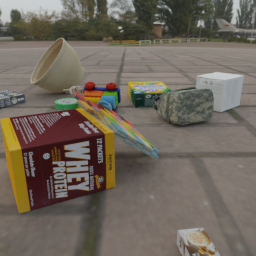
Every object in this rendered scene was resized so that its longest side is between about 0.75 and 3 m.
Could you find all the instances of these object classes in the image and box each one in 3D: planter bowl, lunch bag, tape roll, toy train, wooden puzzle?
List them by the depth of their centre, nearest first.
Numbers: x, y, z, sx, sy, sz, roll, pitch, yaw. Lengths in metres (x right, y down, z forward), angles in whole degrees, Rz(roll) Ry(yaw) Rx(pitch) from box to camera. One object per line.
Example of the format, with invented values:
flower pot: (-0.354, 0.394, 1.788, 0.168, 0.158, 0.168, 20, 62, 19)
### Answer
wooden puzzle: (-0.140, -0.009, 7.448, 2.959, 0.208, 1.755, 32, 11, -42)
lunch bag: (2.158, -0.914, 11.037, 1.897, 1.322, 1.591, -11, 12, -25)
toy train: (-1.796, -1.194, 12.193, 2.739, 1.160, 1.585, 4, 34, 10)
tape roll: (-2.777, -1.114, 12.934, 1.146, 0.275, 1.146, -1, 21, 0)
planter bowl: (-3.593, -3.075, 15.087, 1.913, 2.843, 2.843, 35, 0, -33)

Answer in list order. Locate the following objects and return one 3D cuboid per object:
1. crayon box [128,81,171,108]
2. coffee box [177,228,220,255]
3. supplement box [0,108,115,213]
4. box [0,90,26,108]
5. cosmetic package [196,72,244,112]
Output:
crayon box: (1.010, -1.788, 14.062, 1.822, 0.747, 2.898, -2, 20, -7)
coffee box: (1.133, 2.007, 4.443, 0.478, 0.333, 0.836, -3, 21, -8)
supplement box: (-1.711, 0.583, 6.698, 2.155, 1.431, 2.125, -10, 23, -26)
box: (-6.131, -1.365, 13.349, 1.501, 0.457, 1.862, 12, 24, 34)
cosmetic package: (4.134, -1.689, 12.788, 1.732, 1.441, 1.449, -18, 26, -41)
